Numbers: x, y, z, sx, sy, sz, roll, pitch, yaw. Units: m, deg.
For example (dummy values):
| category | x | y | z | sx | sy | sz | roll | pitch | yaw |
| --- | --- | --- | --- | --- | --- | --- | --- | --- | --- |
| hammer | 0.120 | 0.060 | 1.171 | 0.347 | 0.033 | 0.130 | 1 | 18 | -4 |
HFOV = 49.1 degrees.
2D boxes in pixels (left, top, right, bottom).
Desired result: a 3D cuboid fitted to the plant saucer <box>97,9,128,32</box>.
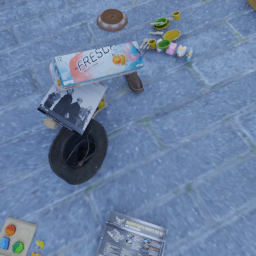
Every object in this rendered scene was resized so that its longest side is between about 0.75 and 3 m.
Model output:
| category | x | y | z | sx | sy | sz | roll | pitch | yaw |
| --- | --- | --- | --- | --- | --- | --- | --- | --- | --- |
| plant saucer | -0.699 | -4.831 | 12.361 | 1.403 | 0.257 | 1.403 | 0 | 62 | -1 |

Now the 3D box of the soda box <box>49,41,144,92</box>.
| category | x | y | z | sx | sy | sz | roll | pitch | yaw |
| --- | --- | --- | --- | --- | --- | --- | --- | --- | --- |
| soda box | -0.894 | -1.829 | 8.250 | 2.624 | 0.897 | 0.834 | -20 | 95 | -25 |

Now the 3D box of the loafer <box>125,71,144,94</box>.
| category | x | y | z | sx | sy | sz | roll | pitch | yaw |
| --- | --- | --- | --- | --- | --- | --- | --- | --- | --- |
| loafer | 0.181 | -1.887 | 10.620 | 0.498 | 0.484 | 1.364 | -24 | 64 | -12 |

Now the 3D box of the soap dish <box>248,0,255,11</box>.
| category | x | y | z | sx | sy | sz | roll | pitch | yaw |
| --- | --- | --- | --- | --- | --- | --- | --- | --- | --- |
| soap dish | 6.582 | -5.474 | 12.322 | 1.796 | 0.927 | 2.282 | -21 | 64 | -11 |

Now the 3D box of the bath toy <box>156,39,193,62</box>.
| category | x | y | z | sx | sy | sz | roll | pitch | yaw |
| --- | --- | --- | --- | --- | --- | --- | --- | --- | --- |
| bath toy | 1.813 | -3.130 | 11.275 | 1.529 | 0.665 | 0.565 | 21 | 91 | 15 |

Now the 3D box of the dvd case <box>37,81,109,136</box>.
| category | x | y | z | sx | sy | sz | roll | pitch | yaw |
| --- | --- | --- | --- | --- | --- | --- | --- | --- | --- |
| dvd case | -1.605 | -0.950 | 8.513 | 1.490 | 0.245 | 1.983 | 34 | 59 | -16 |

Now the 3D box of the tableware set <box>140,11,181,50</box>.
| category | x | y | z | sx | sy | sz | roll | pitch | yaw |
| --- | --- | --- | --- | --- | --- | --- | --- | --- | --- |
| tableware set | 1.496 | -4.045 | 11.568 | 1.536 | 0.350 | 2.280 | 15 | 59 | 33 |

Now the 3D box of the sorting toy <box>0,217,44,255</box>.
| category | x | y | z | sx | sy | sz | roll | pitch | yaw |
| --- | --- | --- | --- | --- | --- | --- | --- | --- | --- |
| sorting toy | -3.040 | 3.222 | 8.009 | 1.393 | 0.186 | 1.038 | 13 | 62 | 7 |

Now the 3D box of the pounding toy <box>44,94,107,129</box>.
| category | x | y | z | sx | sy | sz | roll | pitch | yaw |
| --- | --- | --- | --- | --- | --- | --- | --- | --- | --- |
| pounding toy | -1.646 | -0.552 | 9.447 | 1.259 | 1.263 | 2.201 | 39 | 68 | 23 |

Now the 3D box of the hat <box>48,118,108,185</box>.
| category | x | y | z | sx | sy | sz | roll | pitch | yaw |
| --- | --- | --- | --- | --- | --- | --- | --- | --- | --- |
| hat | -1.357 | 0.746 | 8.816 | 2.287 | 0.923 | 2.287 | -12 | 65 | 28 |

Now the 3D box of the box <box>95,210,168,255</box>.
| category | x | y | z | sx | sy | sz | roll | pitch | yaw |
| --- | --- | --- | --- | --- | --- | --- | --- | --- | --- |
| box | 0.100 | 3.277 | 7.838 | 1.779 | 0.430 | 1.409 | 15 | 63 | 8 |
